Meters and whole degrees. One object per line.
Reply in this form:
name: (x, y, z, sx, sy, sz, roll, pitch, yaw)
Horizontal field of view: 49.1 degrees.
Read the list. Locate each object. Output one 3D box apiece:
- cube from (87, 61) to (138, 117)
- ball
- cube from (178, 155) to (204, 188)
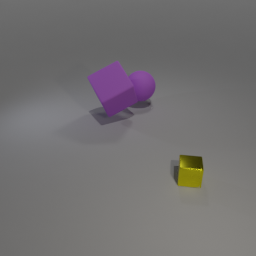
cube: (-0.597, -1.559, 11.412, 1.400, 1.400, 1.400, -29, 67, -3)
ball: (0.568, -1.929, 12.910, 1.400, 1.400, 1.400, 0, 30, 0)
cube: (1.897, 1.316, 8.559, 0.700, 0.700, 0.700, 4, 30, 8)
